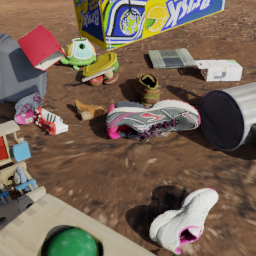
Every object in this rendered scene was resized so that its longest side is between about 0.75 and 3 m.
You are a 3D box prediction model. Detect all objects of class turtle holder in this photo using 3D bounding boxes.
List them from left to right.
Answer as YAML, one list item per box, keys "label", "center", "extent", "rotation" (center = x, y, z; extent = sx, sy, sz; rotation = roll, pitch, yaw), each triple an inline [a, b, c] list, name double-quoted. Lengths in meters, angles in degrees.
- label: "turtle holder"
  center: [-2.450, -3.637, 13.524]
  extent: [1.760, 1.250, 1.337]
  rotation: [4, 33, 5]

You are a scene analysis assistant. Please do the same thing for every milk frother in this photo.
- label: "milk frother"
  center: [3.860, -0.957, 7.493]
  extent: [2.791, 2.968, 2.678]
  rotation: [-15, 24, -23]

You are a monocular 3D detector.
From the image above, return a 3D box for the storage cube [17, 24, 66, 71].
- label: "storage cube"
  center: [-2.632, -2.433, 8.599]
  extent: [1.033, 0.929, 0.883]
  rotation: [-33, 1, 6]

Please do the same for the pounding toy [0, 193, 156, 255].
- label: "pounding toy"
  center: [-0.979, 2.062, 3.387]
  extent: [2.203, 2.393, 1.701]
  rotation: [19, 37, 28]

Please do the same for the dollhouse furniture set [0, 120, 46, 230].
- label: "dollhouse furniture set"
  center: [-2.551, 0.988, 5.750]
  extent: [1.192, 1.700, 1.198]
  rotation: [-23, 39, -32]

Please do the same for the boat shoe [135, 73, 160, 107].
- label: "boat shoe"
  center: [0.811, -1.675, 10.753]
  extent: [0.925, 0.875, 2.572]
  rotation: [-5, 32, -7]

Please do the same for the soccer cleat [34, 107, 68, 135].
- label: "soccer cleat"
  center: [-2.461, -0.233, 8.871]
  extent: [0.657, 0.530, 1.543]
  rotation: [-7, 28, -39]

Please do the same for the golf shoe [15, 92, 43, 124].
- label: "golf shoe"
  center: [-3.471, -0.597, 9.419]
  extent: [0.793, 0.653, 1.733]
  rotation: [-10, 28, 11]

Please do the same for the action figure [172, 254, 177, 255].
- label: "action figure"
  center: [0.135, 2.504, 4.408]
  extent: [1.631, 0.446, 0.964]
  rotation: [1, 18, -12]

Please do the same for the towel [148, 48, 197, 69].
- label: "towel"
  center: [2.176, -3.487, 14.228]
  extent: [2.163, 0.388, 2.246]
  rotation: [-4, 34, -1]

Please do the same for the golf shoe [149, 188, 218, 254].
- label: "golf shoe"
  center: [1.247, 1.795, 5.432]
  extent: [1.707, 0.643, 0.781]
  rotation: [-28, 32, -24]

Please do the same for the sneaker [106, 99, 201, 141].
- label: "sneaker"
  center: [0.722, -0.104, 8.234]
  extent: [2.756, 1.111, 1.029]
  rotation: [-2, 47, 10]

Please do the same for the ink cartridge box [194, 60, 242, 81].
- label: "ink cartridge box"
  center: [3.901, -2.543, 12.367]
  extent: [1.853, 0.624, 1.085]
  rotation: [0, 32, -1]

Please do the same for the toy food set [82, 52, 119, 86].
- label: "toy food set"
  center: [-1.065, -2.354, 12.022]
  extent: [1.593, 0.885, 2.708]
  rotation: [-22, 29, 10]

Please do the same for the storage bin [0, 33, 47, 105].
- label: "storage bin"
  center: [-3.831, -2.051, 10.225]
  extent: [1.606, 2.391, 1.740]
  rotation: [8, 31, -9]

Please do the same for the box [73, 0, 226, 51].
- label: "box"
  center: [0.354, -1.626, 3.502]
  extent: [1.971, 0.634, 0.691]
  rotation: [-27, 45, -24]

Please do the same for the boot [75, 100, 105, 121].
- label: "boot"
  center: [-1.327, -0.662, 9.628]
  extent: [0.843, 0.401, 1.089]
  rotation: [-16, 47, -22]
